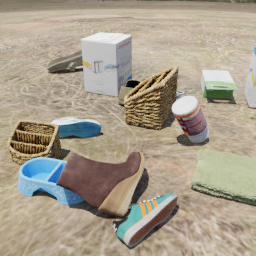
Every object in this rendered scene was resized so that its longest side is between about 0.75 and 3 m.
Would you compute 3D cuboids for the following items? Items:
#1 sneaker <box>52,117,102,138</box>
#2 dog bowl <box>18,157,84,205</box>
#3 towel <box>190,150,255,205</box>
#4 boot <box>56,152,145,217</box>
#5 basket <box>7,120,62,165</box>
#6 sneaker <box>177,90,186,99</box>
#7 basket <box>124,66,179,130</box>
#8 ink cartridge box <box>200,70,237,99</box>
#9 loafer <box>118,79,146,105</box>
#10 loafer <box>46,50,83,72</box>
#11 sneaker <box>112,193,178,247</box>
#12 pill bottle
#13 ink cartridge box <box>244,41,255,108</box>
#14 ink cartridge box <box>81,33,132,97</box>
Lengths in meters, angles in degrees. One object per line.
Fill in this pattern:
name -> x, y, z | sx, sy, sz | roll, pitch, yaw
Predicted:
sneaker -> -2.098, -0.095, 11.232 | 2.072, 0.793, 0.837 | 0, 29, -4
dog bowl -> -2.231, 1.532, 8.565 | 2.418, 0.599, 1.348 | 9, 31, 14
towel -> 3.377, 1.520, 8.698 | 2.680, 0.489, 1.989 | 11, 32, 16
boot -> -0.684, 1.172, 8.193 | 2.092, 0.910, 2.516 | 29, 39, -4
basket -> -3.280, 0.544, 9.647 | 1.659, 1.236, 1.184 | 9, 31, 14
sneaker -> 2.366, -1.798, 14.531 | 1.264, 0.447, 0.462 | 3, 30, 5
basket -> 0.953, -1.582, 12.470 | 2.040, 2.129, 2.858 | 12, 33, 20
ink cartridge box -> 4.731, -2.217, 14.855 | 1.479, 0.845, 2.849 | 4, 30, 7
loafer -> 0.511, -2.047, 14.421 | 1.108, 0.982, 2.913 | 14, 33, 23
loafer -> -3.846, -4.122, 18.154 | 2.872, 0.981, 1.087 | -18, 33, 0
sneaker -> 0.471, 2.176, 7.312 | 1.988, 0.709, 0.794 | -26, 43, -35
pill bottle -> 2.380, -0.282, 10.450 | 0.965, 1.691, 0.965 | -22, 37, 18
ink cartridge box -> 7.053, -2.601, 13.410 | 2.168, 2.945, 2.130 | 7, 29, 13
ink cartridge box -> -1.065, -3.474, 15.045 | 2.046, 2.829, 2.083 | 12, 32, 20
